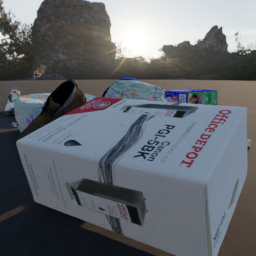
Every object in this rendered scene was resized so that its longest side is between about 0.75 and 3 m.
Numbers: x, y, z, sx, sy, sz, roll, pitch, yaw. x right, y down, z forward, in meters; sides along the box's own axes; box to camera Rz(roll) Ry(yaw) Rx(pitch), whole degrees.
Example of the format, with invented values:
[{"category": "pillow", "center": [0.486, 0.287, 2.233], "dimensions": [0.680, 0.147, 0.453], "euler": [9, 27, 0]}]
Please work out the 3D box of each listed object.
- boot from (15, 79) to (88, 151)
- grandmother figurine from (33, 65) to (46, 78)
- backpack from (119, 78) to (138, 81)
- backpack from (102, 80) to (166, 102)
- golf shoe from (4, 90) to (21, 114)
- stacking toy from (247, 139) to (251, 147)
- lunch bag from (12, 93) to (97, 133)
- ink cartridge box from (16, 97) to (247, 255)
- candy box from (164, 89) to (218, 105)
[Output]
[{"category": "boot", "center": [-1.960, -0.331, 6.770], "dimensions": [0.812, 1.054, 2.174], "euler": [41, 72, 18]}, {"category": "grandmother figurine", "center": [-2.883, -1.815, 9.091], "dimensions": [0.518, 0.259, 0.854], "euler": [-42, 15, -18]}, {"category": "backpack", "center": [-0.022, -1.539, 13.121], "dimensions": [1.306, 1.607, 1.349], "euler": [1, 13, 10]}, {"category": "backpack", "center": [0.241, -0.887, 10.092], "dimensions": [2.167, 1.644, 2.597], "euler": [-3, 14, -22]}, {"category": "golf shoe", "center": [-5.337, -1.195, 13.056], "dimensions": [0.887, 1.013, 2.299], "euler": [-4, 14, -23]}, {"category": "stacking toy", "center": [3.015, 0.331, 7.872], "dimensions": [0.637, 0.198, 0.844], "euler": [2, 12, 8]}, {"category": "lunch bag", "center": [-2.273, -0.480, 9.346], "dimensions": [2.988, 1.152, 2.397], "euler": [-6, 16, -25]}, {"category": "ink cartridge box", "center": [0.146, 0.429, 4.154], "dimensions": [2.768, 1.147, 2.032], "euler": [7, 29, 31]}, {"category": "candy box", "center": [3.217, -1.593, 14.976], "dimensions": [2.415, 0.930, 2.042], "euler": [-10, 14, -35]}]
